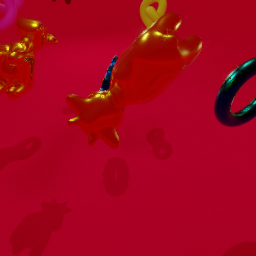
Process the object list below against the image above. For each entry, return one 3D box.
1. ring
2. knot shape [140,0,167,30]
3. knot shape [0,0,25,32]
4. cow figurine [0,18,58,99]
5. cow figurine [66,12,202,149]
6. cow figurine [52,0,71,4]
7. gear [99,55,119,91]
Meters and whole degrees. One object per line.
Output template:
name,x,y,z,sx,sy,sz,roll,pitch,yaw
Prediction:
ring,1.992,-0.572,4.658,1.319,1.319,0.264,-17,44,-22
knot shape,0.697,-2.901,7.776,0.612,1.240,1.325,-3,58,-10
knot shape,-3.487,-3.413,7.070,0.775,1.569,1.676,4,64,50
cow figurine,-2.005,-1.354,5.448,0.792,1.444,1.421,16,27,11
cow figurine,0.032,-0.435,2.783,0.704,1.283,1.262,46,53,-4
cow figurine,-1.996,-4.560,9.047,1.005,0.989,0.552,2,38,-21
gear,-0.427,-1.116,6.729,0.223,1.206,1.206,22,36,-2
